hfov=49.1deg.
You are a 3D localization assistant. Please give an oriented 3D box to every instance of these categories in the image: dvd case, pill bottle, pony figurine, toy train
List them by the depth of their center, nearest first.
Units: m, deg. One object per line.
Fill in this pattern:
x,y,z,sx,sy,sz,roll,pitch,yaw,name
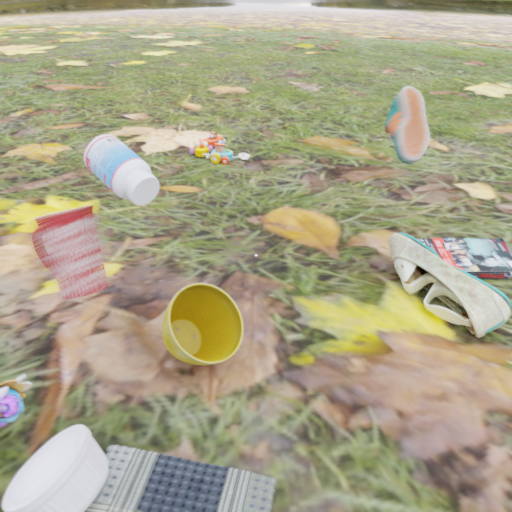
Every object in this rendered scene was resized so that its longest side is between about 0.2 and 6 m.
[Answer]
-3.754,1.967,6.204,2.010,1.674,1.941,-10,19,13,pony figurine
-1.506,-0.954,6.318,0.489,0.489,0.900,-26,54,-37,pill bottle
3.991,0.041,10.532,1.768,0.195,1.291,-1,30,0,dvd case
-1.059,-3.073,15.540,1.365,0.505,1.817,-23,37,-33,toy train

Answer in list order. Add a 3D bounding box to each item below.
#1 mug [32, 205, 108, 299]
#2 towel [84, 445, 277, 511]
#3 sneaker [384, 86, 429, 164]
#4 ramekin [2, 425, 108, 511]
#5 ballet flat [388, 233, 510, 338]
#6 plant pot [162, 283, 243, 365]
-2.299,-0.042,7.019,0.699,1.048,0.930,-19,9,-32,mug
-0.943,2.920,5.559,2.065,0.370,2.144,8,29,9,towel
2.977,-2.486,11.222,0.661,0.740,1.853,17,59,-12,sneaker
-2.047,2.354,5.865,1.093,0.509,1.093,-34,17,12,ramekin
2.914,0.418,9.299,0.835,0.903,2.678,-40,38,-8,ballet flat
-0.883,1.063,7.980,1.154,0.819,1.154,16,59,-28,plant pot
